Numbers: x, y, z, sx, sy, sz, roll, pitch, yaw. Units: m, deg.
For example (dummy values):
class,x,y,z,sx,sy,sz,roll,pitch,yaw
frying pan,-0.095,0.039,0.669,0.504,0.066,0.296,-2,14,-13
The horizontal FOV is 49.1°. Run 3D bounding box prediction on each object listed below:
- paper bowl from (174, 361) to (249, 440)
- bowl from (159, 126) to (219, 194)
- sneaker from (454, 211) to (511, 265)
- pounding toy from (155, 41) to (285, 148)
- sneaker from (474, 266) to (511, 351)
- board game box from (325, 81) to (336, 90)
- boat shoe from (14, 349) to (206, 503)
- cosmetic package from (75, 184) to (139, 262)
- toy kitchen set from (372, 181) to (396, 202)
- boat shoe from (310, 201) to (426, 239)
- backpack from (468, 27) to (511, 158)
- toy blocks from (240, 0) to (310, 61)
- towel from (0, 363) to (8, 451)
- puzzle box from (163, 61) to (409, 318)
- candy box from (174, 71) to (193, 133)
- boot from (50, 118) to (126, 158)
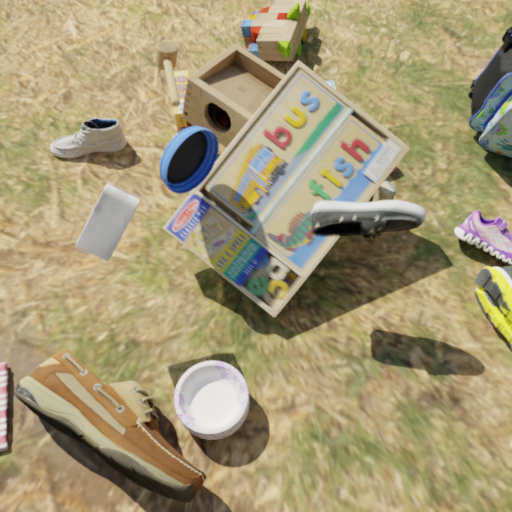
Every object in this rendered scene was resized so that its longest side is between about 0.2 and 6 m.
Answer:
class,x,y,z,sx,sy,sz,roll,pitch,yaw
paper bowl,-0.706,2.373,9.112,1.199,0.624,1.199,0,59,0
bowl,-1.107,-1.580,9.182,0.232,1.184,1.184,36,65,23
sneaker,4.618,-0.352,10.641,1.552,0.686,0.624,30,22,16
pounding toy,-0.952,-3.183,11.296,2.629,1.203,2.310,35,56,8
sneaker,4.973,1.296,9.488,1.256,1.105,2.968,-15,60,-9
board game box,0.987,-2.620,12.228,1.898,0.483,2.823,-5,59,-3
boat shoe,-2.167,2.493,8.700,3.337,1.263,1.232,28,60,15
cosmetic package,-2.247,-0.501,8.477,0.576,0.414,1.020,25,101,-15
toy kitchen set,2.678,-1.623,11.490,0.974,0.716,1.215,-21,61,-13
boat shoe,1.712,-0.510,8.707,1.769,0.607,0.501,2,64,15
backpack,5.992,-3.085,11.443,2.688,2.459,1.975,11,75,3
toy blocks,0.340,-5.577,13.833,1.513,1.106,2.213,7,57,17
towel,-4.665,2.576,9.252,1.117,0.228,1.526,-11,62,-6
puzzle box,0.526,-1.194,10.049,2.589,0.495,3.891,38,90,2
candy box,-1.618,-3.378,12.512,0.383,0.791,1.356,-6,59,-4
boot,-3.674,-2.606,12.044,1.643,0.785,0.604,-9,59,-5
